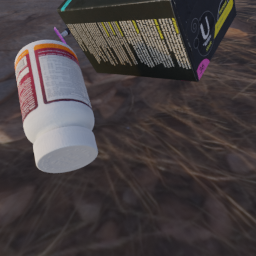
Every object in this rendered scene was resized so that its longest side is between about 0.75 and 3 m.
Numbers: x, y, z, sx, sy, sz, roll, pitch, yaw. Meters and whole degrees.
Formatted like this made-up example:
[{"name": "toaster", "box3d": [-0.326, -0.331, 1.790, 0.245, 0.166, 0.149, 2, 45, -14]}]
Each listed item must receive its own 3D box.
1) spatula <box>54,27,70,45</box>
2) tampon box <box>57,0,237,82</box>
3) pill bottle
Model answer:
[{"name": "spatula", "box3d": [-1.818, -2.699, 8.034, 0.199, 0.548, 1.939, -30, 23, 11]}, {"name": "tampon box", "box3d": [0.423, -2.365, 5.746, 2.781, 1.755, 2.084, 15, 62, 38]}, {"name": "pill bottle", "box3d": [-1.192, -0.371, 4.656, 1.118, 1.118, 2.041, -12, 62, -14]}]
